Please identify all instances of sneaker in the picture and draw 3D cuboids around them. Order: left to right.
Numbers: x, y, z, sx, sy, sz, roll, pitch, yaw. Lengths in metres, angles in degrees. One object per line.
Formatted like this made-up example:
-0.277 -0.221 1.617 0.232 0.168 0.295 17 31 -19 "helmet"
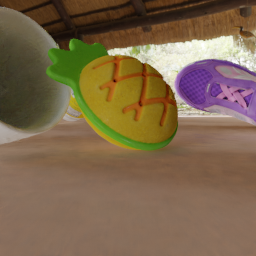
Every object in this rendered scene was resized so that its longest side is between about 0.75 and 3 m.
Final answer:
1.939 -0.509 4.551 2.428 0.977 1.073 18 15 9 "sneaker"

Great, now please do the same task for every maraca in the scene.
-0.127 -0.382 2.905 1.052 1.535 0.821 -45 -7 -48 "maraca"

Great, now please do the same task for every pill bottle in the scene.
-1.689 -1.257 10.358 1.572 1.572 2.751 -2 -14 -32 "pill bottle"

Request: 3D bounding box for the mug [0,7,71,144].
-1.460 -0.446 3.203 1.466 1.234 1.672 -14 6 33 "mug"
